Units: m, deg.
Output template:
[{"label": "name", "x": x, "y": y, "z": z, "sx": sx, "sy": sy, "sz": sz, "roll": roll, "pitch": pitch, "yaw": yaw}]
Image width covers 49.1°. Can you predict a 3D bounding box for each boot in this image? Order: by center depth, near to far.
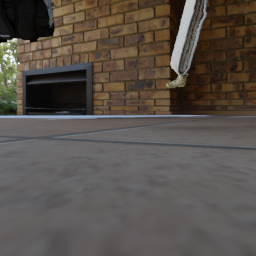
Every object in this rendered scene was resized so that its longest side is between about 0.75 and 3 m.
[{"label": "boot", "x": 2.204, "y": -2.150, "z": 12.567, "sx": 0.907, "sy": 0.330, "sz": 0.705, "roll": -4, "pitch": -35, "yaw": -7}]

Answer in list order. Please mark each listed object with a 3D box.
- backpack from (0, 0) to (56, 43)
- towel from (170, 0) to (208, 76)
[{"label": "backpack", "x": -2.689, "y": -3.006, "z": 6.357, "sx": 2.029, "sy": 1.912, "sz": 2.487, "roll": -4, "pitch": 12, "yaw": -13}, {"label": "towel", "x": 1.647, "y": -2.647, "z": 7.520, "sx": 0.403, "sy": 2.337, "sz": 1.549, "roll": 13, "pitch": 19, "yaw": -2}]
